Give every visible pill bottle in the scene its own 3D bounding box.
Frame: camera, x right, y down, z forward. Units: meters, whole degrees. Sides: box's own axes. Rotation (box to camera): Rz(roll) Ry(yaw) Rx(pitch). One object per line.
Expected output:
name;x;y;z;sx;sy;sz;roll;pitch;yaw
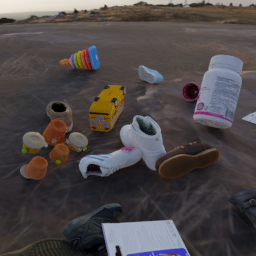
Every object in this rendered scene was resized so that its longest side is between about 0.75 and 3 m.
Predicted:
pill bottle;3.611;-1.413;11.092;1.486;2.621;1.486;15;-5;1

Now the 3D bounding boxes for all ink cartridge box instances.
ink cartridge box;0.396;2.596;5.661;1.695;0.368;1.679;4;26;-17

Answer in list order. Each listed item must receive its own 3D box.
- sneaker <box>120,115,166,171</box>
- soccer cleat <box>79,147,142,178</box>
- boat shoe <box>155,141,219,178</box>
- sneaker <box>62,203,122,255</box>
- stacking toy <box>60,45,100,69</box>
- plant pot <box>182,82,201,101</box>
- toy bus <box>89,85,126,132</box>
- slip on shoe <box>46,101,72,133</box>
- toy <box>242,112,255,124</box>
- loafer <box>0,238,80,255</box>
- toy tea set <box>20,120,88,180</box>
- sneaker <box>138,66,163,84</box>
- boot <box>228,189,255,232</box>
sneaker;0.416;0.112;9.432;0.987;1.549;2.680;-26;33;-18
soccer cleat;-0.487;1.129;8.557;1.982;0.692;0.856;-10;31;-6
boat shoe;1.740;0.934;8.746;2.338;0.823;0.822;-7;32;-31
sneaker;-0.570;2.306;6.288;0.941;0.628;1.643;43;28;24
stacking toy;-3.480;-4.701;19.547;2.761;1.515;1.602;-7;25;10
plant pot;3.330;-1.839;14.213;0.948;0.948;0.849;18;17;31
toy bus;-0.798;-0.985;12.159;0.934;1.123;2.870;4;27;11
slip on shoe;-2.960;-0.750;11.993;1.076;0.858;2.831;-7;28;-14
toy;6.270;-0.415;11.662;1.402;0.575;2.434;-19;33;-35
loafer;-1.884;2.706;5.436;1.922;0.648;0.731;2;26;-34
toy tea set;-2.639;0.767;9.297;1.602;0.997;2.694;39;34;9
sneaker;1.398;-3.241;17.191;0.875;0.790;2.136;-5;35;-28
boot;3.572;2.007;6.787;1.812;0.627;1.577;-4;28;-3
